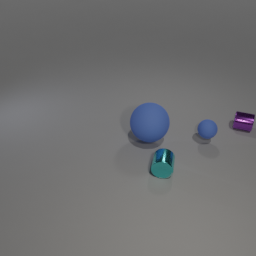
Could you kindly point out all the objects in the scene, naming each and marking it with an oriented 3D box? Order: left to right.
[{"bbox_3d":[0.768,-0.198,9.903,1.400,1.400,1.400,0,33,0],"label":"ball"},{"bbox_3d":[1.127,1.129,8.956,0.700,0.700,0.700,7,34,10],"label":"cylinder"},{"bbox_3d":[2.871,0.038,10.116,0.700,0.700,0.700,0,33,0],"label":"ball"},{"bbox_3d":[4.585,-0.264,11.106,0.700,0.700,0.700,13,35,20],"label":"cylinder"}]
